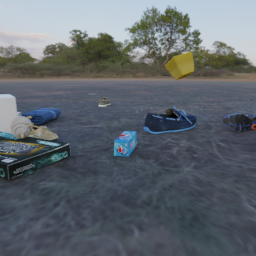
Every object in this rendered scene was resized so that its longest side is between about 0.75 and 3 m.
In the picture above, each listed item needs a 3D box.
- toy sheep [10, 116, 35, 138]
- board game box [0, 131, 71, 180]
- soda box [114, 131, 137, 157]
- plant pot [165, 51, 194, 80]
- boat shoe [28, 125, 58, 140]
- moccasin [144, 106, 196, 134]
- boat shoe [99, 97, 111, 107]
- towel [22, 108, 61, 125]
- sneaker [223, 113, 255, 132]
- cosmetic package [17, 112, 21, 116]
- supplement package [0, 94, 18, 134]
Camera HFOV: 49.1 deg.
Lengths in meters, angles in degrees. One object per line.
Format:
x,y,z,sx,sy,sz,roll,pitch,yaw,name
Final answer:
-3.055,-0.017,8.095,0.671,0.671,0.973,-5,30,-20,toy sheep
-3.339,0.633,7.550,2.980,0.420,2.016,7,14,30,board game box
-0.049,0.445,8.338,0.417,0.440,1.299,3,13,12,soda box
2.449,-2.786,12.843,1.009,0.890,1.008,-21,-5,-19,plant pot
-2.969,0.153,9.650,1.375,0.447,0.496,9,15,34,boat shoe
1.777,-0.348,10.930,2.552,0.870,1.027,-10,16,-39,moccasin
-1.477,-1.700,17.954,0.584,0.488,1.634,3,13,12,boat shoe
-3.883,-0.540,12.719,1.133,0.492,2.029,2,12,8,towel
4.478,-0.209,11.048,1.919,0.723,0.753,4,2,-26,sneaker
-5.436,-0.550,13.002,0.947,0.391,0.240,2,10,9,cosmetic package
-5.220,-0.396,9.887,2.320,1.406,1.389,-7,14,-30,supplement package
